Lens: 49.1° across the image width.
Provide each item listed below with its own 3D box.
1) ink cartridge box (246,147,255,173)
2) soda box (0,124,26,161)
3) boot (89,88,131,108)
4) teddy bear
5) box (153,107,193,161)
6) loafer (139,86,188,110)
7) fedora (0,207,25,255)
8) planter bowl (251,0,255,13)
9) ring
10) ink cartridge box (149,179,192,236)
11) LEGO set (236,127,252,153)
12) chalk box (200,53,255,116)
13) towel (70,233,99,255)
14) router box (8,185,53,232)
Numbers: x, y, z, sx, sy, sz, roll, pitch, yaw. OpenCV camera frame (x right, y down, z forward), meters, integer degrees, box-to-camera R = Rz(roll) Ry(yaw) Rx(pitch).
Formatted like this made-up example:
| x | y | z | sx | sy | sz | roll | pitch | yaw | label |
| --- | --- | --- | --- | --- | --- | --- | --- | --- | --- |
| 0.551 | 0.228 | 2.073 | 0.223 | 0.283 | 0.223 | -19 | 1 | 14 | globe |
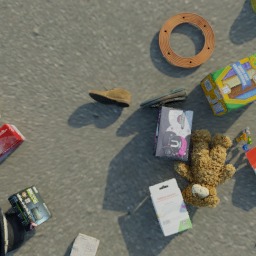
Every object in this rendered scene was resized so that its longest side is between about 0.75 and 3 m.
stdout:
| x | y | z | sx | sy | sz | roll | pitch | yaw | label |
| --- | --- | --- | --- | --- | --- | --- | --- | --- | --- |
| 5.271 | 1.298 | 10.151 | 1.379 | 0.426 | 1.700 | -32 | 102 | -2 | ink cartridge box |
| -4.945 | 0.888 | 10.134 | 2.346 | 0.821 | 0.744 | -41 | 87 | -2 | soda box |
| -0.667 | -1.220 | 10.494 | 1.567 | 0.577 | 0.591 | 12 | 69 | -4 | boot |
| 2.776 | 1.442 | 10.034 | 2.060 | 0.949 | 2.842 | 31 | 86 | 2 | teddy bear |
| 1.609 | 0.230 | 10.077 | 1.170 | 1.016 | 1.770 | 8 | 86 | 1 | box |
| 1.354 | -0.976 | 10.377 | 1.837 | 0.660 | 0.578 | -22 | 93 | -4 | loafer |
| -4.136 | 3.633 | 9.830 | 0.820 | 1.795 | 1.795 | -2 | 85 | -34 | fedora |
| 5.661 | -5.035 | 10.593 | 1.750 | 0.729 | 1.750 | 0 | 86 | -1 | planter bowl |
| 2.250 | -3.347 | 10.745 | 2.145 | 0.206 | 2.145 | 0 | 85 | 0 | ring |
| 1.482 | 2.795 | 10.103 | 1.060 | 0.609 | 1.809 | -18 | 87 | 0 | ink cartridge box |
| 4.304 | 0.507 | 10.419 | 0.391 | 0.421 | 1.025 | -2 | 80 | -31 | LEGO set |
| 4.099 | -1.585 | 9.966 | 2.402 | 1.499 | 1.489 | -22 | 86 | 0 | chalk box |
| -1.622 | 4.581 | 10.180 | 0.879 | 0.229 | 1.326 | 16 | 86 | 2 | towel |
| -3.360 | 2.755 | 9.702 | 0.420 | 1.014 | 1.353 | -35 | 84 | 20 | router box |
